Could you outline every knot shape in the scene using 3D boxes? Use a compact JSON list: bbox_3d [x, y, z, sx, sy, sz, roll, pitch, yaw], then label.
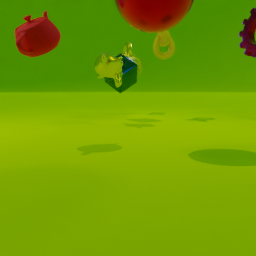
[{"bbox_3d":[0.075,-3.327,13.205,0.753,1.525,1.629,-26,-25,17],"label":"knot shape"},{"bbox_3d":[1.273,-3.414,10.283,0.704,1.524,1.426,-1,-15,20],"label":"knot shape"}]

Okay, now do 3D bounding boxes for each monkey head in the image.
[{"bbox_3d":[-0.612,-1.821,8.861,0.886,1.058,1.471,-2,-13,-12],"label":"monkey head"}]

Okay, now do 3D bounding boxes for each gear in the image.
[{"bbox_3d":[4.368,-3.170,9.132,0.316,1.708,1.708,2,7,-22],"label":"gear"}]

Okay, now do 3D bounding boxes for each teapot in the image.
[{"bbox_3d":[-1.710,-1.783,5.246,0.846,0.666,1.361,-7,38,19],"label":"teapot"}]

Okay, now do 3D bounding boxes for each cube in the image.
[{"bbox_3d":[-0.276,-2.033,10.441,0.904,0.904,0.904,-38,62,-25],"label":"cube"}]

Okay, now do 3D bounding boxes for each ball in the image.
[{"bbox_3d":[0.412,-2.174,4.404,1.292,1.292,1.292,0,8,0],"label":"ball"}]
